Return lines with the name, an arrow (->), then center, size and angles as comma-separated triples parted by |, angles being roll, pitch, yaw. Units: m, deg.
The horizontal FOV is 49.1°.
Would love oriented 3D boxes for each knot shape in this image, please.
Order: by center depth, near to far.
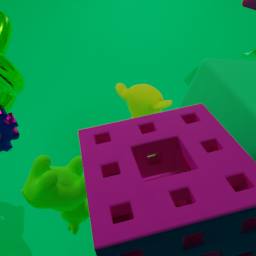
knot shape -> -2.051, -0.943, 4.160 | 0.808, 1.748, 1.636 | -10, 9, -25

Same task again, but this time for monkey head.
monkey head -> 0.229, -0.397, 5.297 | 1.210, 0.729, 0.871 | 23, 54, 28

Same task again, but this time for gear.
gear -> -2.018, 0.116, 3.722 | 1.069, 1.069, 0.198 | -27, 60, -18

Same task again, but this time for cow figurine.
cow figurine -> -0.663, 0.693, 2.806 | 0.881, 0.867, 0.484 | 9, 31, -41

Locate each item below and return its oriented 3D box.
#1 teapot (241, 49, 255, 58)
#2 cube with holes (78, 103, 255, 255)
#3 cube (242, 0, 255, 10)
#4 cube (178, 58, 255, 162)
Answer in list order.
teapot -> 3.043, -1.233, 5.066 | 1.002, 1.273, 2.047 | -45, 43, -1
cube with holes -> 0.260, 0.563, 1.982 | 0.966, 0.966, 0.966 | -12, 36, -7
cube -> 3.039, -2.930, 5.132 | 1.220, 1.220, 1.220 | 20, 80, 6
cube -> 1.279, 0.077, 2.990 | 1.149, 1.149, 1.149 | -4, 46, -27
